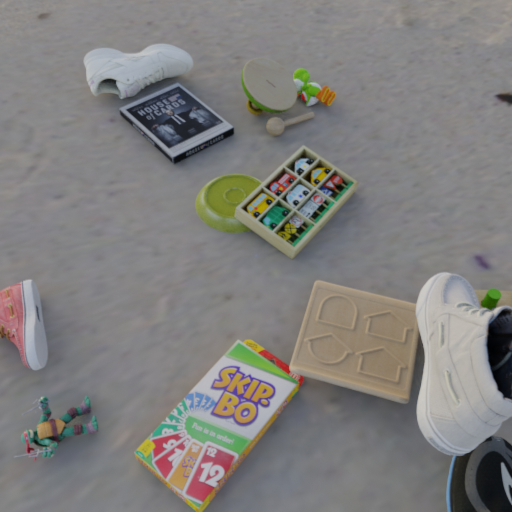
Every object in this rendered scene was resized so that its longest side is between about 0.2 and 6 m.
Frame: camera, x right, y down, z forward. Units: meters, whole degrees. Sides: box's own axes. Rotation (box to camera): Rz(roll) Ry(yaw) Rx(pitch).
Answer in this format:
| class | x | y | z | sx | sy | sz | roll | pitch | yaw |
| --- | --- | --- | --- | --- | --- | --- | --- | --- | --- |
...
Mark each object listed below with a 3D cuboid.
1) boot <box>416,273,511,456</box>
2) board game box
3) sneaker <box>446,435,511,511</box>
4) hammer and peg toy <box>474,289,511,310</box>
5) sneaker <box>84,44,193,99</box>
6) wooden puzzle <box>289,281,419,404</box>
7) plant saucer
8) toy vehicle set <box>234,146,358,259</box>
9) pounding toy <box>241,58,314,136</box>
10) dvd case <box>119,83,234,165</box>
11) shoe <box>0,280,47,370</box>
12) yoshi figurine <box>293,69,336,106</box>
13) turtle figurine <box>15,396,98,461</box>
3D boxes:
| class | x | y | z | sx | sy | sz | roll | pitch | yaw |
| --- | --- | --- | --- | --- | --- | --- | --- | --- | --- |
| boot | 2.760 | 0.994 | 6.963 | 1.040 | 1.351 | 2.827 | 25 | 44 | -8 |
| board game box | -0.425 | 2.201 | 7.802 | 1.142 | 0.358 | 2.390 | 32 | 55 | 22 |
| sneaker | 2.893 | 3.517 | 6.021 | 1.186 | 1.386 | 3.345 | 5 | 51 | 2 |
| hammer and peg toy | 3.862 | 1.138 | 8.386 | 1.996 | 0.704 | 1.468 | 3 | 51 | 2 |
| sneaker | -2.613 | -4.066 | 12.661 | 2.421 | 0.907 | 1.206 | -7 | 69 | -5 |
| wooden puzzle | 1.531 | 1.290 | 8.483 | 1.720 | 0.430 | 1.857 | 14 | 48 | 10 |
| plant saucer | -0.391 | -1.058 | 10.475 | 1.502 | 0.233 | 1.502 | 0 | 51 | -1 |
| toy vehicle set | 0.770 | -1.034 | 10.267 | 1.323 | 0.282 | 2.129 | 36 | 59 | 13 |
| pounding toy | 0.245 | -3.354 | 12.137 | 1.311 | 0.788 | 1.698 | -30 | 86 | -35 |
| dvd case | -1.704 | -2.861 | 11.916 | 1.562 | 0.257 | 2.078 | -32 | 59 | -24 |
| shoe | -3.684 | 1.110 | 8.515 | 0.773 | 0.607 | 1.700 | -17 | 48 | -11 |
| yoshi figurine | 1.192 | -3.815 | 12.442 | 1.213 | 0.682 | 0.679 | 31 | 53 | 29 |
| turtle figurine | -2.743 | 2.309 | 7.553 | 1.097 | 0.552 | 0.821 | -12 | 65 | -29 |
